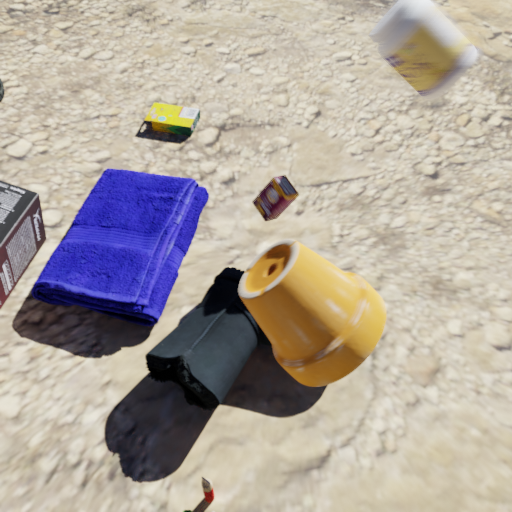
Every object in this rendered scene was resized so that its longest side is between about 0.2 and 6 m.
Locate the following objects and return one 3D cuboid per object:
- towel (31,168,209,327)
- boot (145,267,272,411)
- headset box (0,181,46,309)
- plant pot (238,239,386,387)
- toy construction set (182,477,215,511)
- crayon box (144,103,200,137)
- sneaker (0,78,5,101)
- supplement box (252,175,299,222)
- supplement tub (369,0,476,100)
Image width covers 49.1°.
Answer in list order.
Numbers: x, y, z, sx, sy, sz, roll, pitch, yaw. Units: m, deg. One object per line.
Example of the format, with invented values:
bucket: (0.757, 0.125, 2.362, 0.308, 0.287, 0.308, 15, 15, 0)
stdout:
towel: (-2.353, -0.359, 10.121, 2.327, 0.781, 3.152, 12, 52, 8)
boot: (-0.055, 1.432, 8.483, 2.711, 1.035, 2.278, 19, 50, 23)
headset box: (-5.600, 0.285, 8.876, 2.845, 1.476, 3.823, 18, 54, 0)
plant pot: (0.508, 0.513, 6.036, 1.327, 1.215, 1.327, -35, 26, 20)
toy construction set: (-0.308, 3.480, 6.647, 1.499, 1.381, 1.798, -24, 54, -18)
crayon box: (-1.885, -3.092, 12.650, 1.101, 0.280, 0.699, 12, 52, 8)
sneaker: (-6.520, -3.597, 12.640, 1.236, 1.034, 2.724, -8, 50, 0)
supplement box: (0.310, -0.942, 9.144, 0.341, 0.661, 0.433, -20, 69, -47)
supplement tub: (2.545, -3.236, 8.627, 1.411, 1.026, 1.026, 40, 55, -10)
